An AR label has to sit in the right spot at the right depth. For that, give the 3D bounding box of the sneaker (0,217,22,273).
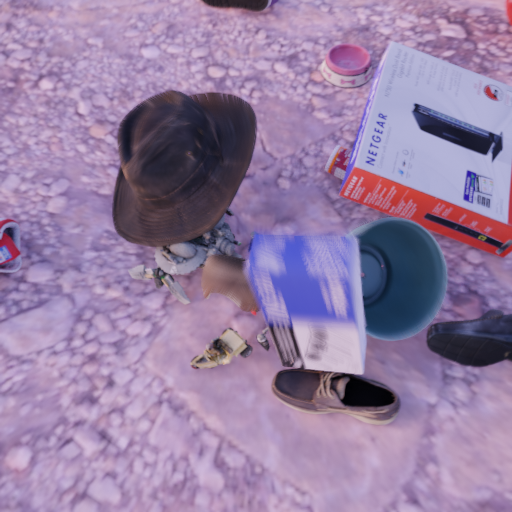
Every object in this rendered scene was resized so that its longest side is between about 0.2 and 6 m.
[{"bbox_3d":[-4.898,0.281,9.222,1.467,0.929,2.608,9,55,10],"label":"sneaker"}]

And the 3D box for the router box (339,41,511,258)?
[{"bbox_3d":[3.505,-2.072,10.429,3.185,0.867,3.548,20,58,-1],"label":"router box"}]

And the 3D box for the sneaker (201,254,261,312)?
[{"bbox_3d":[0.083,0.534,8.527,1.859,0.702,0.655,18,25,0],"label":"sneaker"}]

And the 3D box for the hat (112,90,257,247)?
[{"bbox_3d":[-1.545,-1.810,9.443,3.252,1.312,3.252,-13,58,22],"label":"hat"}]

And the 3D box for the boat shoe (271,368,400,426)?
[{"bbox_3d":[1.183,1.946,8.245,1.923,0.705,0.716,8,56,5],"label":"boat shoe"}]

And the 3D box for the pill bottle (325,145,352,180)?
[{"bbox_3d":[1.884,-1.646,10.681,1.023,0.561,0.561,29,61,9],"label":"pill bottle"}]

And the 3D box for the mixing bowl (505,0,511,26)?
[{"bbox_3d":[6.594,-5.897,12.995,1.994,1.080,1.994,-1,93,-9],"label":"mixing bowl"}]

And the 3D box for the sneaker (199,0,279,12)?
[{"bbox_3d":[-0.505,-6.633,14.000,2.335,0.884,1.023,24,38,17],"label":"sneaker"}]

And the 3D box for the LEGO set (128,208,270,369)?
[{"bbox_3d":[-0.828,0.081,9.267,2.279,0.994,3.509,-32,59,-15],"label":"LEGO set"}]

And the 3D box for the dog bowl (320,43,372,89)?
[{"bbox_3d":[2.043,-4.294,12.540,1.161,0.428,1.161,0,57,0],"label":"dog bowl"}]

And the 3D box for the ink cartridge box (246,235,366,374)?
[{"bbox_3d":[0.740,0.707,7.190,1.198,2.549,0.564,2,55,16],"label":"ink cartridge box"}]

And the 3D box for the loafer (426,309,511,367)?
[{"bbox_3d":[3.704,1.228,8.747,2.239,0.815,0.809,6,47,-7],"label":"loafer"}]

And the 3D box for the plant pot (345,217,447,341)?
[{"bbox_3d":[1.854,0.330,8.769,1.812,1.214,1.812,0,91,-15],"label":"plant pot"}]
